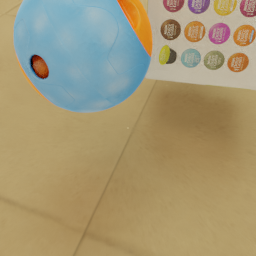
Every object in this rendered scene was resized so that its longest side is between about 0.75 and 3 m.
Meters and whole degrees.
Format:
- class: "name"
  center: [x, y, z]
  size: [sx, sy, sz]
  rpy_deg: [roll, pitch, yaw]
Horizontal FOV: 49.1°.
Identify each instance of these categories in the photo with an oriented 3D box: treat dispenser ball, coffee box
- class: "treat dispenser ball"
  center: [-0.711, -1.377, 4.679]
  size: [2.244, 2.244, 2.244]
  rpy_deg: [0, 46, 0]
- class: "coffee box"
  center: [1.905, -2.696, 6.344]
  size: [2.686, 2.712, 2.717]
  rpy_deg: [8, 32, 10]
